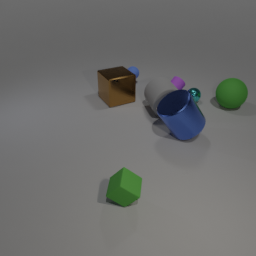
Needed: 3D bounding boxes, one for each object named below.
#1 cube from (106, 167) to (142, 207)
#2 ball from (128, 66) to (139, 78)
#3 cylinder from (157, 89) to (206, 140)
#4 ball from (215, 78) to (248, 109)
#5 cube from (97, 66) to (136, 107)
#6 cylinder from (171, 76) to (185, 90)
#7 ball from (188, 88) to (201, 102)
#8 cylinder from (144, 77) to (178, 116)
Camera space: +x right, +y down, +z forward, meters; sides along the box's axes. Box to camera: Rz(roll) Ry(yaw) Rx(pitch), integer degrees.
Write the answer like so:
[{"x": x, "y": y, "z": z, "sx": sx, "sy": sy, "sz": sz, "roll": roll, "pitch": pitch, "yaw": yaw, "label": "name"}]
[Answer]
[{"x": -0.100, "y": 1.678, "z": 7.938, "sx": 0.700, "sy": 0.700, "sz": 0.700, "roll": 34, "pitch": 37, "yaw": -19, "label": "cube"}, {"x": 0.261, "y": -2.978, "z": 15.155, "sx": 0.700, "sy": 0.700, "sz": 0.700, "roll": 0, "pitch": 32, "yaw": 0, "label": "ball"}, {"x": 2.020, "y": -0.496, "z": 10.618, "sx": 1.400, "sy": 1.400, "sz": 1.400, "roll": -26, "pitch": 36, "yaw": 21, "label": "cylinder"}, {"x": 4.757, "y": -1.594, "z": 12.881, "sx": 1.400, "sy": 1.400, "sz": 1.400, "roll": 0, "pitch": 32, "yaw": 0, "label": "ball"}, {"x": -0.553, "y": -2.020, "z": 13.509, "sx": 1.400, "sy": 1.400, "sz": 1.400, "roll": -16, "pitch": 36, "yaw": -23, "label": "cube"}, {"x": 2.369, "y": -2.086, "z": 13.920, "sx": 0.700, "sy": 0.700, "sz": 0.700, "roll": 31, "pitch": 79, "yaw": 39, "label": "cylinder"}, {"x": 3.148, "y": -1.585, "z": 13.436, "sx": 0.700, "sy": 0.700, "sz": 0.700, "roll": 0, "pitch": 32, "yaw": 0, "label": "ball"}, {"x": 1.574, "y": -1.374, "z": 12.482, "sx": 1.400, "sy": 1.400, "sz": 1.400, "roll": -7, "pitch": 33, "yaw": -11, "label": "cylinder"}]
